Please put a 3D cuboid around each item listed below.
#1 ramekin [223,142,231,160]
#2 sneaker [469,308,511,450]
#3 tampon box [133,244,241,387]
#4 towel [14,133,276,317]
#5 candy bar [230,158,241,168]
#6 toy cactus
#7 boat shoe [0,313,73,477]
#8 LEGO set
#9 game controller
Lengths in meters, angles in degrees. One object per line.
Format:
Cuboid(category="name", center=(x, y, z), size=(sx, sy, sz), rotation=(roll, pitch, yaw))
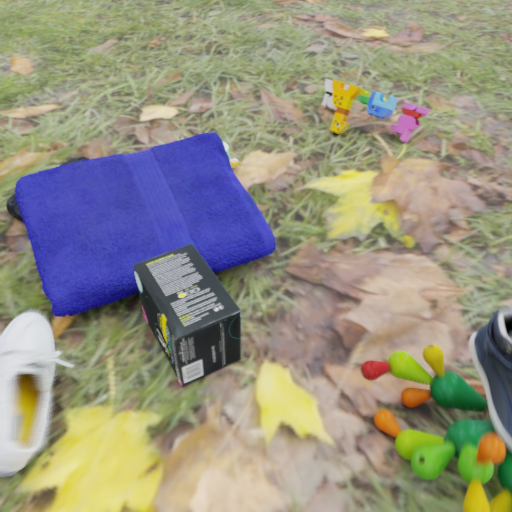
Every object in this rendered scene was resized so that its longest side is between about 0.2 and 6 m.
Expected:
Cuboid(category="ramekin", center=(-0.980, -2.402, 13.233), size=(0.770, 0.376, 0.770), rotation=(0, 43, 0))
Cuboid(category="sneaker", center=(3.426, 1.609, 7.034), size=(0.748, 1.421, 1.967), rotation=(-15, 63, -8))
Cuboid(category="tampon box", center=(-1.116, 0.919, 9.050), size=(1.091, 1.295, 1.728), rotation=(-21, 47, -21))
Cuboid(category="towel", center=(-2.096, -0.657, 10.594), size=(4.193, 1.039, 3.096), rotation=(-17, 61, -20))
Cuboid(category="candy bar", center=(-1.185, -1.918, 12.746), size=(1.817, 0.201, 0.453), rotation=(-17, 21, -13))
Cuboid(category="toy cactus", center=(3.117, 2.285, 7.718), size=(2.526, 1.566, 3.062), rotation=(-12, 35, -26))
Cuboid(category="boat shoe", center=(-3.260, 1.737, 8.094), size=(0.949, 1.095, 2.569), rotation=(33, 33, -32))
Cuboid(category="LEGO set", center=(2.598, -3.562, 14.084), size=(2.972, 1.219, 1.133), rotation=(29, 20, 33))
Cuboid(category="game controller", center=(-4.257, -1.414, 12.237), size=(1.181, 0.477, 2.264), rotation=(35, 52, 13))
